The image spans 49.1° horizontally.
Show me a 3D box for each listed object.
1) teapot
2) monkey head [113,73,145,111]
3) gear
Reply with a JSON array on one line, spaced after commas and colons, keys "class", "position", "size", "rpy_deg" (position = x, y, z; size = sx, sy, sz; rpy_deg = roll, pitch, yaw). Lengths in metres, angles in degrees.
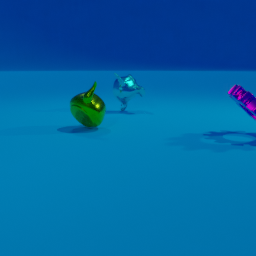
[{"class": "teapot", "position": [-0.940, -0.537, 6.932], "size": [0.945, 1.519, 0.744], "rpy_deg": [32, 61, 11]}, {"class": "monkey head", "position": [-0.001, -1.228, 9.330], "size": [0.874, 1.451, 1.044], "rpy_deg": [-29, 41, -24]}, {"class": "gear", "position": [2.783, -0.383, 6.097], "size": [1.381, 0.255, 1.381], "rpy_deg": [40, 14, -12]}]
